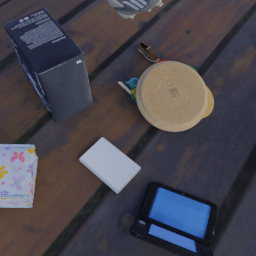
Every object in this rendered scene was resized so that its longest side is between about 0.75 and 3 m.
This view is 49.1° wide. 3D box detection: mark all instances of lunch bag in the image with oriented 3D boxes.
[{"bbox_3d":[-4.022,1.495,8.735,2.137,1.358,1.812,2,58,-11],"label":"lunch bag"}]

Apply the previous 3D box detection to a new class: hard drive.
[{"bbox_3d":[-0.621,1.227,9.537,1.773,0.233,1.170,36,65,21],"label":"hard drive"}]

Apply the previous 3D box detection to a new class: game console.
[{"bbox_3d":[1.425,2.614,8.067,2.319,2.040,1.350,18,88,11],"label":"game console"}]

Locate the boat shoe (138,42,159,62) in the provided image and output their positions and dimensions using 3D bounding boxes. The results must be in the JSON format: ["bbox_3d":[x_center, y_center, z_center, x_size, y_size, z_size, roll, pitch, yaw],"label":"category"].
[{"bbox_3d":[0.883,-3.333,12.243,0.445,0.446,1.206,-40,66,-22],"label":"boat shoe"}]

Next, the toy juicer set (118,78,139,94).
[{"bbox_3d":[0.340,-1.670,11.316,1.327,0.361,0.844,-24,79,-18],"label":"toy juicer set"}]

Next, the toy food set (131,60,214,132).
[{"bbox_3d":[1.645,-1.241,10.445,2.838,0.690,2.809,-34,84,-12],"label":"toy food set"}]

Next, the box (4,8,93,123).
[{"bbox_3d":[-2.779,-2.196,10.158,1.652,2.767,2.813,-31,63,-18],"label":"box"}]

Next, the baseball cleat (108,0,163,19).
[{"bbox_3d":[0.170,-4.557,9.555,1.505,2.828,0.986,26,76,-29],"label":"baseball cleat"}]
